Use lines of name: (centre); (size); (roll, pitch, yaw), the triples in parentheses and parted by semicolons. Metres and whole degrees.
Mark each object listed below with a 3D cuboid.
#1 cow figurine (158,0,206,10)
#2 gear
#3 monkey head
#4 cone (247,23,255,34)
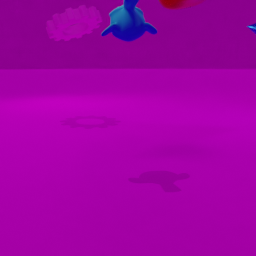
cow figurine: (0.380, -1.631, 2.093); (0.729, 1.328, 1.307); (-21, 41, -23)
gear: (-1.781, -3.427, 9.277); (1.804, 0.334, 1.804); (-19, 1, 1)
monkey head: (0.025, -1.855, 4.816); (1.014, 0.611, 0.729); (-7, -10, -13)
cone: (3.733, -2.633, 7.494); (1.166, 1.166, 1.170); (-12, 31, -43)
